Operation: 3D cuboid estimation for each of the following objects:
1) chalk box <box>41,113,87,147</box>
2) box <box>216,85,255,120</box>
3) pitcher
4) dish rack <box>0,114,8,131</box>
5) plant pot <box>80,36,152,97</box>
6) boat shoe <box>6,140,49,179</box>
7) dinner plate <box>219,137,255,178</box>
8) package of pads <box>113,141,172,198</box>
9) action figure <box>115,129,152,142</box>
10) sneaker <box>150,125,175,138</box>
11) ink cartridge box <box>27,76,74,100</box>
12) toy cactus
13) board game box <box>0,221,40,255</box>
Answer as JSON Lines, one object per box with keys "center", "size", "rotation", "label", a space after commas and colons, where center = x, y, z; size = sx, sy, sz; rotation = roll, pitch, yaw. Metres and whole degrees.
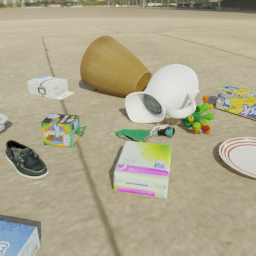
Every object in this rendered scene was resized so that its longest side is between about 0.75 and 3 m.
{"center": [-1.971, 0.071, 8.907], "size": [1.285, 0.796, 0.802], "rotation": [5, 26, 8], "label": "chalk box"}
{"center": [4.723, -0.901, 10.681], "size": [2.533, 0.887, 0.814], "rotation": [24, 32, 39], "label": "box"}
{"center": [1.718, -1.222, 10.381], "size": [2.530, 1.788, 2.949], "rotation": [15, 37, 37], "label": "pitcher"}
{"center": [-5.565, -0.034, 9.350], "size": [2.648, 0.577, 2.273], "rotation": [19, 33, 33], "label": "dish rack"}
{"center": [-0.334, -2.483, 12.545], "size": [2.670, 2.488, 2.488], "rotation": [32, 39, 27], "label": "plant pot"}
{"center": [-2.828, 0.786, 7.691], "size": [0.671, 0.596, 1.797], "rotation": [-22, 34, -37], "label": "boat shoe"}
{"center": [3.719, 0.877, 7.885], "size": [2.263, 0.274, 2.263], "rotation": [1, 27, 0], "label": "dinner plate"}
{"center": [0.397, 1.010, 7.256], "size": [1.358, 0.600, 1.758], "rotation": [6, 27, 9], "label": "package of pads"}
{"center": [0.109, 0.219, 9.123], "size": [1.204, 0.329, 0.711], "rotation": [7, 28, 29], "label": "action figure"}
{"center": [1.214, 0.147, 9.234], "size": [0.927, 0.388, 0.560], "rotation": [-16, 22, -31], "label": "sneaker"}
{"center": [-3.552, -1.894, 12.964], "size": [1.883, 0.628, 1.091], "rotation": [13, 30, 24], "label": "ink cartridge box"}
{"center": [2.174, -0.422, 9.903], "size": [1.663, 1.030, 2.015], "rotation": [-3, 33, 16], "label": "toy cactus"}
{"center": [-3.316, 2.502, 4.262], "size": [2.831, 0.614, 2.817], "rotation": [5, 26, 10], "label": "board game box"}
